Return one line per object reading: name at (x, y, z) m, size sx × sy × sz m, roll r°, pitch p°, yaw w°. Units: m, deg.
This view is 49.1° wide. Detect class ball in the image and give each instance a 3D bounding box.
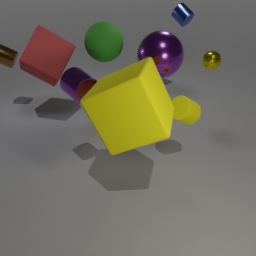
ball at (-0.862, -3.085, 10.073) m, size 1.400 × 1.400 × 1.400 m, roll 0°, pitch 30°, yaw 0°
ball at (3.056, -2.463, 10.236) m, size 0.700 × 0.700 × 0.700 m, roll 0°, pitch 30°, yaw 0°
ball at (0.978, -2.203, 8.457) m, size 1.400 × 1.400 × 1.400 m, roll 0°, pitch 30°, yaw 0°

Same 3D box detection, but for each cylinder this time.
cylinder at (2.326, -4.809, 11.898) m, size 0.700 × 0.700 × 0.700 m, roll 49°, pitch 46°, yaw 9°
cylinder at (-1.174, -1.024, 6.787) m, size 0.700 × 0.700 × 0.700 m, roll -24°, pitch 46°, yaw -34°
cylinder at (-4.741, -2.789, 10.904) m, size 0.700 × 0.700 × 0.700 m, roll 23°, pitch 25°, yaw -19°
cylinder at (1.623, -0.504, 8.029) m, size 0.700 × 0.700 × 0.700 m, roll 30°, pitch 8°, yaw 40°

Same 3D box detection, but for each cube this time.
cube at (0.070, -0.493, 6.138) m, size 1.400 × 1.400 × 1.400 m, roll -19°, pitch 22°, yaw 22°
cube at (-2.879, -2.499, 9.960) m, size 1.400 × 1.400 × 1.400 m, roll 27°, pitch -9°, yaw -17°
